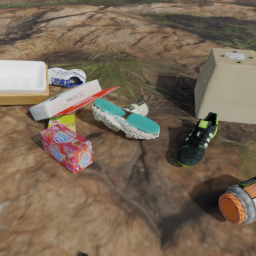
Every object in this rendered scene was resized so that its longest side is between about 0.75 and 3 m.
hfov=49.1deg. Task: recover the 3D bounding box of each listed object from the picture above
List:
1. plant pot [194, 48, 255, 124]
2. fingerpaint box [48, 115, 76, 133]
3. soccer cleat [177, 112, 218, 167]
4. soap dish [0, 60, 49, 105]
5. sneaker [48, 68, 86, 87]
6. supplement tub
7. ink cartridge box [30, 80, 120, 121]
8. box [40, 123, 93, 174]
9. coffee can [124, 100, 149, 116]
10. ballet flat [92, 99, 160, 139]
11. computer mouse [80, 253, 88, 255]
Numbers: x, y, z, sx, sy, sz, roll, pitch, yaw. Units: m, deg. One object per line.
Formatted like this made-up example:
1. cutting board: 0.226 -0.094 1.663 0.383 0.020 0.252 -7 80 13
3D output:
1. plant pot: 4.265 -1.910 11.709 2.578 2.285 2.581 6 37 8
2. fingerpaint box: -2.547 -0.119 10.883 0.993 0.364 0.828 -6 36 -7
3. soccer cleat: 2.429 0.327 9.686 0.884 1.061 2.618 21 41 26
4. soap dish: -4.875 -1.962 12.257 2.686 1.091 2.113 -3 51 -15
5. sneaker: -3.150 -2.403 13.606 2.185 0.822 0.963 -6 37 -8
6. supplement tub: 3.376 1.913 7.570 1.671 1.024 1.024 -15 39 -19
7. ink cartridge box: -2.134 -1.225 11.233 2.465 0.618 2.840 -8 21 47
8. box: -2.060 0.642 9.395 1.749 0.872 0.835 28 44 34
9. coffee can: 0.284 -0.645 11.314 0.694 0.694 0.948 30 46 34
10. ballet flat: -0.113 -0.197 10.469 2.849 1.022 1.022 28 44 18
11. computer mouse: -1.157 3.378 6.285 0.726 0.238 1.035 32 41 31
